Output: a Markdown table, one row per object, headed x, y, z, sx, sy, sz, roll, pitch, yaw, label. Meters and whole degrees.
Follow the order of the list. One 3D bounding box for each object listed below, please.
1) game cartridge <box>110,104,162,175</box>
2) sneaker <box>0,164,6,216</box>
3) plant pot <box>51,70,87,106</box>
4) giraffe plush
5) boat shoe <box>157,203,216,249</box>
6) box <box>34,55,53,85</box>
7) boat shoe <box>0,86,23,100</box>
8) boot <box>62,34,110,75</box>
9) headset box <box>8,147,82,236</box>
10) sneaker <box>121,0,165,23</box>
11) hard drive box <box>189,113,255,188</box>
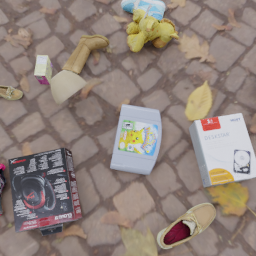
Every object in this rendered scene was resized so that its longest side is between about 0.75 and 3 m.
| x | y | z | sx | sy | sz | roll | pitch | yaw | label |
| --- | --- | --- | --- | --- | --- | --- | --- | --- | --- |
| 0.404 | 0.430 | 11.019 | 1.781 | 0.541 | 2.671 | 10 | 74 | -1 | game cartridge |
| -4.865 | 2.243 | 10.304 | 0.735 | 0.794 | 1.969 | -14 | 73 | -6 | sneaker |
| -2.356 | -1.621 | 10.536 | 1.388 | 1.388 | 0.932 | -39 | 102 | -11 | plant pot |
| 1.137 | -4.110 | 11.892 | 1.738 | 2.143 | 1.849 | 8 | 67 | -28 | giraffe plush |
| 2.155 | 3.499 | 9.904 | 2.445 | 0.812 | 0.905 | -33 | 76 | -9 | boat shoe |
| -3.513 | -2.413 | 11.684 | 0.451 | 0.820 | 0.932 | 3 | 73 | 1 | box |
| -5.087 | -1.491 | 11.610 | 1.376 | 0.431 | 0.504 | 7 | 73 | 2 | boat shoe |
| -1.764 | -3.035 | 11.839 | 1.606 | 0.606 | 1.834 | 13 | 70 | 36 | boot |
| -2.931 | 2.330 | 10.010 | 2.109 | 1.064 | 2.837 | -13 | 76 | 1 | headset box |
| 0.630 | -5.080 | 12.508 | 2.025 | 0.805 | 1.322 | 6 | 72 | 3 | sneaker |
| 3.593 | 0.854 | 10.636 | 1.916 | 0.944 | 2.458 | -10 | 73 | -4 | hard drive box |
